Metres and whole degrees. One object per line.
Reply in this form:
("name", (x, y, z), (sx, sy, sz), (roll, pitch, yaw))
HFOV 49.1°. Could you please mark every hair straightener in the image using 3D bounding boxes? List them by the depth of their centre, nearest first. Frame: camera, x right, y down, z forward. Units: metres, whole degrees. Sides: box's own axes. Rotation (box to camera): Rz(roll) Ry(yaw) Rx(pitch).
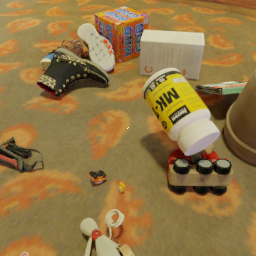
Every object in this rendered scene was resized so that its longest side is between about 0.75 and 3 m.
("hair straightener", (-3.874, 0.582, 8.883), (2.933, 0.600, 1.129), (14, 42, 16))

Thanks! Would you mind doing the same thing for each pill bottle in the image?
("pill bottle", (1.461, -0.461, 7.858), (1.305, 1.305, 2.284), (-19, 62, -21))

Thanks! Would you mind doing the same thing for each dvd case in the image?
("dvd case", (3.893, -1.578, 10.840), (1.752, 0.264, 2.400), (-7, 14, -9))

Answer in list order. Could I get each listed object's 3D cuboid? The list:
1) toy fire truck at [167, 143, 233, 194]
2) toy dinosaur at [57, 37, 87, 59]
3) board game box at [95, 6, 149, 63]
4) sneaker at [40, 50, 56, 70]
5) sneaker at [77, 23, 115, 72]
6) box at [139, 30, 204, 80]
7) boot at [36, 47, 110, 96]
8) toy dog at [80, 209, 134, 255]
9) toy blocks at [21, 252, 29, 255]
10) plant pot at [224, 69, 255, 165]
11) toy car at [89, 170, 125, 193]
("toy fire truck", (2.014, 0.828, 8.289), (1.706, 1.247, 1.938), (0, 29, 1))
("toy dinosaur", (-2.535, -3.770, 13.282), (0.939, 1.483, 2.187), (2, 40, 4))
("board game box", (-0.312, -4.728, 14.071), (1.908, 1.907, 1.909), (-27, 47, -28))
("sneaker", (-3.011, -3.187, 13.158), (1.998, 0.767, 1.111), (5, 49, 16))
("sneaker", (-1.368, -3.808, 13.617), (1.140, 1.211, 2.958), (-31, 67, 4))
("box", (1.937, -3.316, 12.614), (2.687, 1.671, 1.310), (7, 41, 8))
("boot", (-2.276, -2.015, 11.741), (2.625, 0.948, 1.983), (28, 66, -3))
("toy dog", (-0.463, 2.806, 6.327), (1.160, 0.847, 1.759), (-15, 29, -6))
("toy blocks", (-2.245, 3.098, 5.880), (0.764, 0.688, 0.818), (25, 46, 25))
("plant pot", (4.522, -0.645, 8.414), (2.895, 2.512, 2.895), (-6, 50, 7))
("toy car", (-0.639, 1.576, 7.900), (1.077, 0.359, 0.529), (28, 25, 32))
